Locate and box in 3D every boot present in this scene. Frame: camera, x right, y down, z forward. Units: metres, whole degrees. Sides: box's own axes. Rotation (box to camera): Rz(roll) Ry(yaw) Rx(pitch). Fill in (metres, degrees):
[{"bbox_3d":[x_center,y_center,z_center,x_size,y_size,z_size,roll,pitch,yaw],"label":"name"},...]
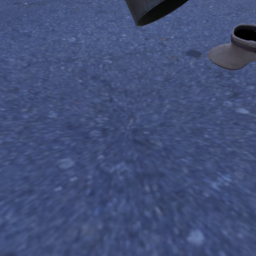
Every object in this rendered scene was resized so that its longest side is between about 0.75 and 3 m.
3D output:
[{"bbox_3d":[2.466,-1.768,6.025,1.901,0.668,1.390,13,-3,35],"label":"boot"}]

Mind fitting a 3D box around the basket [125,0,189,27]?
[{"bbox_3d":[0.374,-4.084,6.842,1.718,2.526,2.278,-25,10,39],"label":"basket"}]
